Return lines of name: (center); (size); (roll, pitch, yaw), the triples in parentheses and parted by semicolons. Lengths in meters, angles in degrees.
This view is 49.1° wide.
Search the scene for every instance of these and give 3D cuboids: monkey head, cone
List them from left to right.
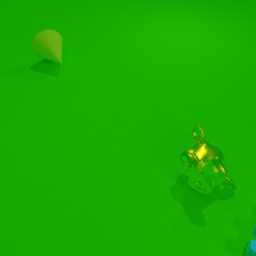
cone: (-2.762, -2.774, 10.430); (1.229, 1.229, 1.233); (-26, 60, -22)
monkey head: (2.003, 0.844, 6.722); (1.164, 1.389, 1.931); (-30, 87, -31)

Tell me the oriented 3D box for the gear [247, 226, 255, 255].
gear: (3.412, 2.588, 5.372); (2.036, 0.377, 2.036); (-4, 46, 4)
